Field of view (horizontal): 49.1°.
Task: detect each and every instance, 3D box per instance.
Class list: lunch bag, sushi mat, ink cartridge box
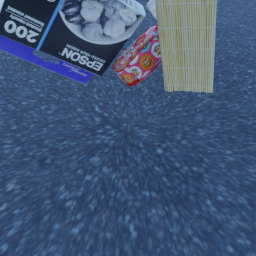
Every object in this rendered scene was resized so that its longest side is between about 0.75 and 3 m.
[{"bbox_3d":[0.342,-1.946,7.391,1.681,0.689,1.481,-42,26,7],"label":"lunch bag"},{"bbox_3d":[1.213,-1.618,5.797,1.124,2.350,0.142,2,49,16],"label":"sushi mat"},{"bbox_3d":[-1.597,-2.382,6.853,2.922,2.949,0.640,18,44,-30],"label":"ink cartridge box"}]

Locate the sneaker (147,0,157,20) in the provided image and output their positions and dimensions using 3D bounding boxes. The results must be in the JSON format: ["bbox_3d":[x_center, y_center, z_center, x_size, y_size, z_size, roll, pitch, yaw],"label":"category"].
[{"bbox_3d":[2.018,-4.105,9.685,2.474,0.911,1.430,-28,82,-14],"label":"sneaker"}]
